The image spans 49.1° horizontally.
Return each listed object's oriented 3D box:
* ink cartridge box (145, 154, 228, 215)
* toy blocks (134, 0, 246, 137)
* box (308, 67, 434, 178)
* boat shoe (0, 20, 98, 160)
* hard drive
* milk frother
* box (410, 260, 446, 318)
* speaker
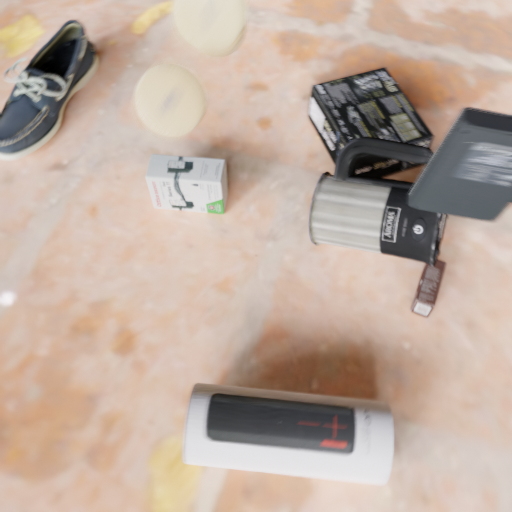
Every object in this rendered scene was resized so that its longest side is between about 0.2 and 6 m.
[{"bbox_3d":[-1.056,-1.099,8.667,1.159,0.850,0.482,5,59,4],"label":"ink cartridge box"},{"bbox_3d":[-0.595,-1.928,5.581,0.631,1.737,1.448,26,104,-8],"label":"toy blocks"},{"bbox_3d":[1.851,-2.182,9.372,1.427,0.750,1.742,-18,60,-10],"label":"box"},{"bbox_3d":[-3.702,-2.932,9.735,1.102,0.910,2.944,21,61,12],"label":"boat shoe"},{"bbox_3d":[1.753,-0.658,4.380,0.782,1.120,0.184,10,62,-1],"label":"hard drive"},{"bbox_3d":[1.956,-0.777,8.344,1.772,1.884,1.700,12,88,22],"label":"milk frother"},{"bbox_3d":[2.459,0.444,7.997,0.289,0.386,0.770,21,61,12],"label":"box"},{"bbox_3d":[0.388,2.103,6.661,2.381,0.967,0.967,6,59,3],"label":"speaker"}]
